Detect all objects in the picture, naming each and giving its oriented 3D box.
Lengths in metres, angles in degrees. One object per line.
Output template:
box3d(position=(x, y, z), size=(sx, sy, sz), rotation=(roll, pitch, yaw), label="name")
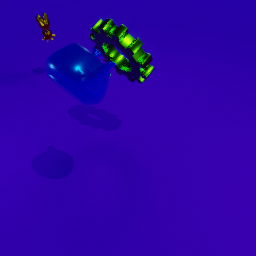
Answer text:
box3d(position=(-0.662, -0.837, 4.152), size=(0.789, 1.002, 1.611), rotation=(-53, 32, -4), label="teapot")
box3d(position=(-2.684, -3.257, 9.134), size=(0.482, 0.865, 0.879), rotation=(-24, 22, -12), label="cow figurine")
box3d(position=(-0.150, -1.672, 6.242), size=(1.619, 1.619, 0.299), rotation=(32, 75, 35), label="gear")
